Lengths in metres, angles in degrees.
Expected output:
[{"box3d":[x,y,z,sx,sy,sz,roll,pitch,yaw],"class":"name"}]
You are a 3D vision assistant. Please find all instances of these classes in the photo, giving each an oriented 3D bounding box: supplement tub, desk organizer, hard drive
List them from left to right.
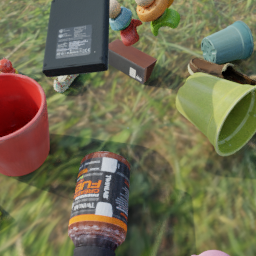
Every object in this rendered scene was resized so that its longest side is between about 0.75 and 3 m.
[{"box3d":[-1.144,-2.169,6.372,1.425,0.336,2.042,-4,68,10],"class":"hard drive"},{"box3d":[-0.603,1.756,6.147,1.242,1.242,2.323,2,51,2],"class":"supplement tub"},{"box3d":[0.063,-2.374,9.827,1.900,0.681,0.731,35,57,25],"class":"desk organizer"}]

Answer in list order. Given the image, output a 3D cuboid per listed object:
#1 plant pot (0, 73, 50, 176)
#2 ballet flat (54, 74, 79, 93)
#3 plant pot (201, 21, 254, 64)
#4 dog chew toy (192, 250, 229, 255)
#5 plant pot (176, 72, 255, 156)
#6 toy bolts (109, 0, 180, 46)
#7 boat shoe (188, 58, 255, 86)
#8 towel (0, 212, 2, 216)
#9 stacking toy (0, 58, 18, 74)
[{"box3d":[-2.971,0.058,7.036,2.226,1.969,2.226,0,52,0],"class":"plant pot"},{"box3d":[-2.046,-1.847,9.509,0.596,0.503,1.575,10,52,8],"class":"ballet flat"},{"box3d":[3.424,-2.897,9.916,1.343,1.371,1.371,-20,54,-5],"class":"plant pot"},{"box3d":[2.270,3.201,4.756,2.873,1.789,1.789,27,56,30],"class":"dog chew toy"},{"box3d":[2.420,-0.583,7.752,2.045,2.045,1.880,-30,46,-22],"class":"plant pot"},{"box3d":[0.280,-3.437,7.814,1.948,1.351,1.861,-15,56,35],"class":"toy bolts"},{"box3d":[3.134,-1.745,9.118,0.970,0.972,2.627,-38,60,-26],"class":"boat shoe"},{"box3d":[-4.356,1.644,6.880,2.702,0.244,1.163,34,58,25],"class":"towel"},{"box3d":[-4.245,-1.590,9.218,1.353,0.631,1.494,-25,55,-19],"class":"stacking toy"}]
